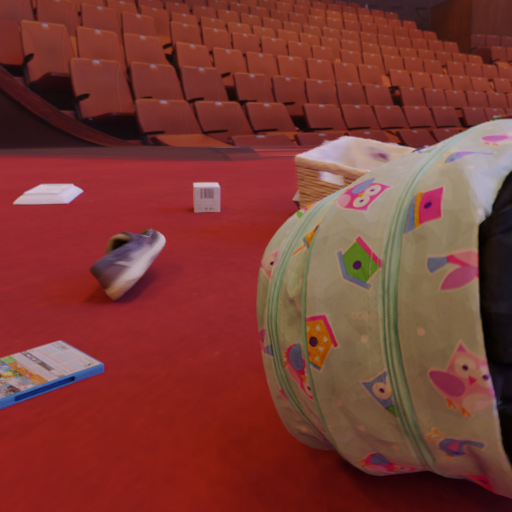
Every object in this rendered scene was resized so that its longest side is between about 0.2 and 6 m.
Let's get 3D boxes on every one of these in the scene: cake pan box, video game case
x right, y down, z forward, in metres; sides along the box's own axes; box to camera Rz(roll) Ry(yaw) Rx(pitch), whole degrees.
[{"bbox_3d":[2.165,-1.862,13.534,2.164,0.566,1.993,14,64,40],"label":"cake pan box"},{"bbox_3d":[-2.114,1.081,5.110,0.827,0.103,1.155,14,19,42],"label":"video game case"}]

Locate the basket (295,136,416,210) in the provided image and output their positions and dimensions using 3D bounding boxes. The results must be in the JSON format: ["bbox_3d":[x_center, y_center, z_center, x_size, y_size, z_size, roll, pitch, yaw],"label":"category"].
[{"bbox_3d":[2.044,-1.415,11.334,1.844,1.496,1.860,22,37,40],"label":"basket"}]

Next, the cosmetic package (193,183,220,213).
[{"bbox_3d":[-1.289,-1.514,14.475,0.664,0.664,0.805,-1,14,-7],"label":"cosmetic package"}]

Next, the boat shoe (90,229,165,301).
[{"bbox_3d":[-1.803,-0.049,7.903,0.683,0.616,1.900,-36,16,19],"label":"boat shoe"}]

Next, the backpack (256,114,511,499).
[{"bbox_3d":[1.598,0.321,3.931,2.035,2.683,3.216,-14,4,44],"label":"backpack"}]

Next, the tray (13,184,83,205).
[{"bbox_3d":[-6.139,-1.866,16.689,1.488,0.307,2.771,-1,14,-8],"label":"tray"}]
